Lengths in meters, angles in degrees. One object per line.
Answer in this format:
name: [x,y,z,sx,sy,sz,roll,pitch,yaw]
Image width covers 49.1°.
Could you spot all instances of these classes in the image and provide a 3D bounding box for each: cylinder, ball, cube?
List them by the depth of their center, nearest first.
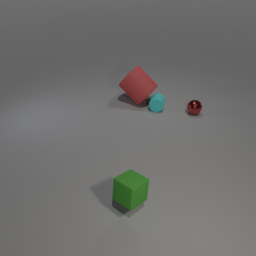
cube: [0.073,1.664,7.620,0.700,0.700,0.700,24,30,37]
ball: [3.118,-0.970,13.130,0.700,0.700,0.700,0,31,0]
cylinder: [1.418,-1.224,13.547,0.700,0.700,0.700,7,32,12]
cylinder: [0.498,-2.116,13.844,1.400,1.400,1.400,45,37,-5]
